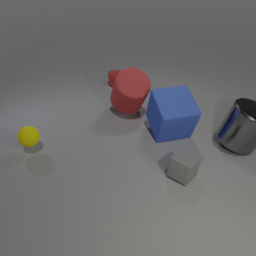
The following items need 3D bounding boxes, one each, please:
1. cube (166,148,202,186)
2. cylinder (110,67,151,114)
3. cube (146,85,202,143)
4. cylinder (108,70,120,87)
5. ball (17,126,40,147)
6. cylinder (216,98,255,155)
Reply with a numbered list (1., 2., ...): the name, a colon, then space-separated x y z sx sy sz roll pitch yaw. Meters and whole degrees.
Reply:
1. cube: 1.673 1.155 8.392 0.700 0.700 0.700 27 37 29
2. cylinder: 0.072 -1.473 11.284 1.400 1.400 1.400 5 66 -11
3. cube: 1.580 -0.510 10.122 1.400 1.400 1.400 -9 55 -13
4. cylinder: -0.665 -2.573 14.538 0.700 0.700 0.700 -2 33 1
5. ball: -3.307 0.285 9.313 0.700 0.700 0.700 0 31 0
6. cylinder: 3.948 -0.063 9.471 1.400 1.400 1.400 13 37 -10
